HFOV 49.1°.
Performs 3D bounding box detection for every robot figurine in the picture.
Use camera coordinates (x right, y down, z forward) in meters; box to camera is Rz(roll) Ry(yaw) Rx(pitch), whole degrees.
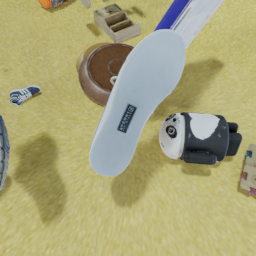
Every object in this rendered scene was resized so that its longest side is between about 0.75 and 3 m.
[{"bbox_3d":[1.704,0.209,6.769,1.887,1.418,1.178,3,92,2],"label":"robot figurine"}]

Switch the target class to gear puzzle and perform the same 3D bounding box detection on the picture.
[{"bbox_3d":[4.029,1.393,6.515,2.797,0.366,1.449,22,56,11],"label":"gear puzzle"}]

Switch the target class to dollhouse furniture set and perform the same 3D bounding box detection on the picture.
[{"bbox_3d":[-0.416,-4.308,9.191,2.092,2.387,1.586,-29,60,-18],"label":"dollhouse furniture set"}]

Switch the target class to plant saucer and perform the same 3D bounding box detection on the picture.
[{"bbox_3d":[-0.737,-2.176,8.960,1.906,0.338,1.906,0,56,0],"label":"plant saucer"},{"bbox_3d":[-0.293,-1.704,8.381,2.389,0.411,2.389,2,64,-4],"label":"plant saucer"}]

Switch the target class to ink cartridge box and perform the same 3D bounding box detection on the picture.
[{"bbox_3d":[1.328,-2.570,6.122,0.543,2.667,2.673,45,41,6],"label":"ink cartridge box"}]

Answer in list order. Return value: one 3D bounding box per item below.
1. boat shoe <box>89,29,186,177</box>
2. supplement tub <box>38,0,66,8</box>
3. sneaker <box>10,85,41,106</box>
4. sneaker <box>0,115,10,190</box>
[{"bbox_3d":[0.077,-0.454,4.906,0.955,1.103,2.586,24,94,-15],"label":"boat shoe"},{"bbox_3d":[-2.713,-5.311,10.753,0.964,0.964,1.574,35,62,22],"label":"supplement tub"},{"bbox_3d":[-2.976,-0.926,8.094,0.905,0.317,0.491,-12,51,0],"label":"sneaker"},{"bbox_3d":[-2.561,-0.202,4.288,1.152,0.986,2.646,-18,81,-22],"label":"sneaker"}]
